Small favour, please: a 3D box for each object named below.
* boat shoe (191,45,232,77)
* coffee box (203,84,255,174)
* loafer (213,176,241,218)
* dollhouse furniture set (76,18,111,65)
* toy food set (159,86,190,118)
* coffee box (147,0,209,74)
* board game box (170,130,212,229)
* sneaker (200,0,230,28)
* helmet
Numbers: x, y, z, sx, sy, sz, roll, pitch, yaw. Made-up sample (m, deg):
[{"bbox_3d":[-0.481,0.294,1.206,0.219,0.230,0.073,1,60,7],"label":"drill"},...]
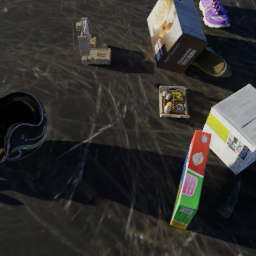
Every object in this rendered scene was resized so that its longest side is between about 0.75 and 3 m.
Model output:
[{"bbox_3d":[2.739,-2.463,9.976,0.811,0.882,2.468,23,24,-37],"label":"boat shoe"},{"bbox_3d":[3.207,0.046,7.797,1.529,1.515,1.532,-29,61,-19],"label":"coffee box"},{"bbox_3d":[2.669,1.787,7.353,1.232,0.448,0.445,-46,107,-28],"label":"loafer"},{"bbox_3d":[-1.118,-3.217,9.766,0.952,1.951,1.664,0,55,0],"label":"dollhouse furniture set"},{"bbox_3d":[1.497,-0.862,9.111,0.900,0.379,1.255,2,56,1],"label":"toy food set"},{"bbox_3d":[1.674,-3.512,10.059,1.099,1.577,2.757,11,53,-24],"label":"coffee box"},{"bbox_3d":[1.560,1.292,6.964,0.404,1.533,2.003,15,56,10],"label":"board game box"},{"bbox_3d":[3.554,-4.992,11.576,0.919,0.951,2.280,-10,57,-6],"label":"sneaker"},{"bbox_3d":[-3.094,-0.036,7.683,1.848,1.848,1.761,25,29,16],"label":"helmet"}]
